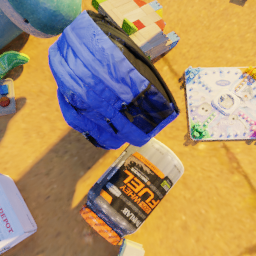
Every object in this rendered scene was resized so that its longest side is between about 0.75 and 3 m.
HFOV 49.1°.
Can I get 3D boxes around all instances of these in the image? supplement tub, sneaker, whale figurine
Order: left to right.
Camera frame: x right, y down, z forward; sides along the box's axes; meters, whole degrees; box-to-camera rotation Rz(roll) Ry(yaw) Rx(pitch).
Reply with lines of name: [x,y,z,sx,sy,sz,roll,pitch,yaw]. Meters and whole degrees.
sneaker: [-3.847,-1.879,8.633,1.748,0.647,0.730,-13,84,2]
whale figurine: [-1.775,-3.553,6.431,1.553,2.381,2.993,-13,53,34]
supplement tub: [0.081,1.521,7.093,1.561,1.561,2.548,39,78,10]

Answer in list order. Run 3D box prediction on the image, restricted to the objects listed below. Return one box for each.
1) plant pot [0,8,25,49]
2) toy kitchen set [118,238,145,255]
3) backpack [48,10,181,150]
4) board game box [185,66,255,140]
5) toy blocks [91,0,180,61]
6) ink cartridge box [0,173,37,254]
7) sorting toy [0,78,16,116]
plant pot: [-4.077,-3.257,8.491,1.796,1.796,1.759,44,87,11]
toy kitchen set: [-0.340,3.490,6.640,0.973,1.323,1.652,18,75,4]
backpack: [-0.445,-0.831,5.506,2.049,2.442,1.984,-42,42,5]
board game box: [2.979,-0.818,8.431,2.329,0.301,2.329,-1,74,-1]
toy blocks: [0.418,-3.204,8.698,1.880,1.375,2.751,-35,77,-26]
ink cartridge box: [-3.884,2.520,7.072,2.443,1.026,1.777,-32,76,-9]
sorting toy: [-4.216,-0.863,8.490,1.529,0.205,1.139,-12,74,-4]
